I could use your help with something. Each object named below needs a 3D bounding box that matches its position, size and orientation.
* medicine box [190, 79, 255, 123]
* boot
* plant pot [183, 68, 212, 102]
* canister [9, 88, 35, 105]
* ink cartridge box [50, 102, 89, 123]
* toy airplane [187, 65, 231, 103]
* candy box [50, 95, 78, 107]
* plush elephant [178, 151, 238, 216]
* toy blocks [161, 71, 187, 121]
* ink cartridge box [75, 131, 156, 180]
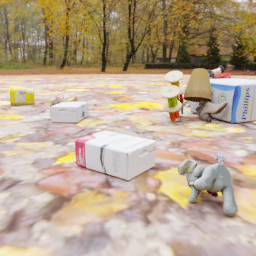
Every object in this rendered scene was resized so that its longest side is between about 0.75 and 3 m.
[{"bbox_3d":[4.600,-1.271,11.904,2.896,1.491,2.638,-6,15,-23],"label":"medicine box"},{"bbox_3d":[3.126,-0.811,10.702,0.407,1.157,0.846,9,39,-50],"label":"boot"},{"bbox_3d":[2.810,-1.702,11.117,1.115,1.196,1.115,6,-5,1],"label":"plant pot"},{"bbox_3d":[-5.613,-1.667,14.897,1.221,0.907,0.529,-2,14,-19],"label":"canister"},{"bbox_3d":[-2.314,-0.666,11.227,1.096,0.643,1.497,1,15,9],"label":"ink cartridge box"},{"bbox_3d":[4.404,-1.854,14.651,2.549,1.799,2.538,-33,-13,24],"label":"toy airplane"},{"bbox_3d":[-3.216,-1.314,14.255,1.031,0.499,1.767,1,15,2],"label":"candy box"},{"bbox_3d":[1.254,0.908,4.651,0.834,0.784,1.013,35,46,-16],"label":"plush elephant"},{"bbox_3d":[1.867,-0.974,11.064,0.721,1.985,1.654,1,46,21],"label":"toy blocks"},{"bbox_3d":[-0.268,0.551,6.201,1.488,0.628,1.077,10,17,36],"label":"ink cartridge box"}]
